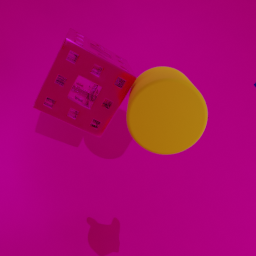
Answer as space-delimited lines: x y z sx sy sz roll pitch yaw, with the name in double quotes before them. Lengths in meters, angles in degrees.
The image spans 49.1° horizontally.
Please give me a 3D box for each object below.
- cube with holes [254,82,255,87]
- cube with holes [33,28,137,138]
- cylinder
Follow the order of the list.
"cube with holes" 2.958 -0.806 4.763 0.899 0.899 0.899 49 63 -4
"cube with holes" -0.821 -0.883 5.322 1.310 1.310 1.310 26 20 -19
"cylinder" 0.609 -0.347 4.775 1.225 1.225 1.225 3 20 1
